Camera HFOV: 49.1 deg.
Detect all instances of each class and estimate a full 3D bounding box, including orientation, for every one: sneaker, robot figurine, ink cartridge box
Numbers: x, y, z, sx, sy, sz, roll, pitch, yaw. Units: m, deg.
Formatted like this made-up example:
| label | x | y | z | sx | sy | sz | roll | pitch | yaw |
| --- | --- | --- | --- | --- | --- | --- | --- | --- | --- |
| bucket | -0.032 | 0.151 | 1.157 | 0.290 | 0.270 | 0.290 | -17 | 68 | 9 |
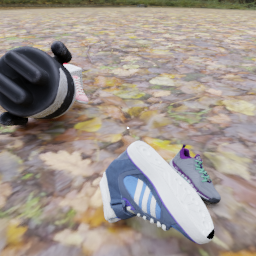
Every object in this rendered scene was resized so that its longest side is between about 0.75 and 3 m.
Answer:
| label | x | y | z | sx | sy | sz | roll | pitch | yaw |
| --- | --- | --- | --- | --- | --- | --- | --- | --- | --- |
| sneaker | 1.396 | 0.895 | 5.656 | 0.503 | 0.591 | 1.351 | 7 | 27 | -43 |
| robot figurine | -2.514 | -1.164 | 7.724 | 2.207 | 1.833 | 2.937 | -15 | -1 | 4 |
| ink cartridge box | -3.021 | -1.777 | 10.569 | 1.547 | 0.898 | 2.144 | 25 | 36 | 37 |
| sneaker | 0.303 | 1.337 | 4.693 | 1.963 | 1.437 | 0.791 | 50 | 27 | 22 |
| sneaker | -1.759 | -1.349 | 9.444 | 1.336 | 0.699 | 0.503 | 36 | 22 | 33 |
